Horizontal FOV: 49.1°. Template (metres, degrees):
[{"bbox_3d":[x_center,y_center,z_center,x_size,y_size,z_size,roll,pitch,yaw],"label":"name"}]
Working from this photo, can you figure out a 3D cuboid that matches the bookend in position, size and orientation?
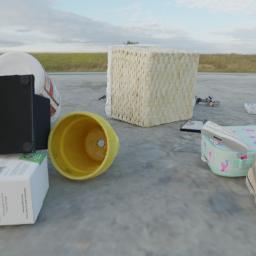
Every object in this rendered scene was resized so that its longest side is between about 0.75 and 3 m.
[{"bbox_3d":[-2.840,-0.166,6.161,2.922,1.346,2.904,-2,-1,7],"label":"bookend"}]

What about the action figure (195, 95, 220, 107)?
[{"bbox_3d":[4.049,-1.412,14.549,1.519,0.527,0.989,11,12,25],"label":"action figure"}]

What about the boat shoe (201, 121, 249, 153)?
[{"bbox_3d":[1.949,0.155,5.549,0.978,0.352,0.321,27,65,31],"label":"boat shoe"}]

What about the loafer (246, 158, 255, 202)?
[{"bbox_3d":[2.474,1.011,4.561,0.775,0.678,2.157,1,14,4],"label":"loafer"}]

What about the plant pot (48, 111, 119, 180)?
[{"bbox_3d":[-0.805,0.358,6.088,1.371,1.371,1.290,4,0,17],"label":"plant pot"}]

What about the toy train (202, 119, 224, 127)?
[{"bbox_3d":[2.960,-0.063,9.580,0.233,0.174,1.019,-26,39,-36],"label":"toy train"}]

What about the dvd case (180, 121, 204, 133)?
[{"bbox_3d":[2.446,-0.053,9.932,0.952,0.117,1.334,6,16,22],"label":"dvd case"}]

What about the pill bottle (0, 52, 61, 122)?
[{"bbox_3d":[-3.167,-1.054,9.098,1.673,1.673,2.983,0,-14,0],"label":"pill bottle"}]

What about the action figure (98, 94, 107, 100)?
[{"bbox_3d":[-0.979,-1.685,15.863,1.281,0.670,1.239,-29,13,-9],"label":"action figure"}]

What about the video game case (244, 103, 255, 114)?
[{"bbox_3d":[6.441,-0.869,12.975,1.778,0.215,1.951,4,14,16],"label":"video game case"}]

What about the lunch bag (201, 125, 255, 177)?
[{"bbox_3d":[2.630,0.527,6.290,1.923,0.741,1.542,-2,21,-1],"label":"lunch bag"}]

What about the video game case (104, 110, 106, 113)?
[{"bbox_3d":[0.035,-0.940,12.372,1.338,0.166,1.870,-15,6,-44],"label":"video game case"}]

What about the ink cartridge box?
[{"bbox_3d":[-2.328,0.952,4.551,1.814,0.762,1.314,-2,12,-6],"label":"ink cartridge box"}]

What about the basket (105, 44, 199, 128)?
[{"bbox_3d":[0.941,-1.688,11.011,2.900,2.926,2.353,-11,24,-37],"label":"basket"}]
